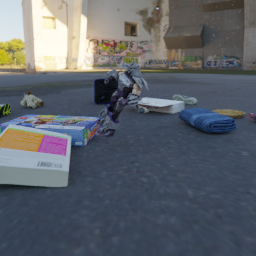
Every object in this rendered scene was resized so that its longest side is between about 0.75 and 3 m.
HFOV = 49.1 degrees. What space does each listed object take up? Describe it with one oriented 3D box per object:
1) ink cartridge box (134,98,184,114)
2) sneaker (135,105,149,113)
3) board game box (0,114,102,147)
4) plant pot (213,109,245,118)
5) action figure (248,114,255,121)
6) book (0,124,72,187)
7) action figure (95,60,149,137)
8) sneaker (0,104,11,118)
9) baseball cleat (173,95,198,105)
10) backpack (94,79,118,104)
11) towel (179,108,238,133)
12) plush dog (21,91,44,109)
[{"bbox_3d":[1.213,-1.053,13.499,2.326,0.506,2.019,12,19,40],"label":"ink cartridge box"},{"bbox_3d":[0.637,-0.867,13.272,0.403,0.344,0.924,6,16,-32],"label":"sneaker"},{"bbox_3d":[-2.491,0.015,9.153,2.886,0.497,1.953,3,14,11],"label":"board game box"},{"bbox_3d":[4.443,-0.624,12.409,1.403,0.193,1.403,-1,13,0],"label":"plant pot"},{"bbox_3d":[5.383,-0.405,10.956,1.403,0.939,1.044,-6,50,6],"label":"action figure"},{"bbox_3d":[-2.216,0.586,6.570,1.727,0.621,2.585,6,13,-11],"label":"book"},{"bbox_3d":[-0.209,-0.776,7.151,0.736,2.122,1.381,9,33,-29],"label":"action figure"},{"bbox_3d":[-5.754,-0.705,12.077,0.642,0.634,1.680,-5,3,8],"label":"sneaker"},{"bbox_3d":[3.248,-1.569,15.835,1.406,0.490,0.748,21,17,31],"label":"baseball cleat"},{"bbox_3d":[-0.926,-2.118,15.854,1.776,1.443,1.491,1,11,6],"label":"backpack"},{"bbox_3d":[2.826,-0.266,10.260,1.231,0.535,2.204,-4,16,-15],"label":"towel"},{"bbox_3d":[-4.898,-1.397,14.578,1.072,0.860,0.921,11,-6,37],"label":"plush dog"}]
